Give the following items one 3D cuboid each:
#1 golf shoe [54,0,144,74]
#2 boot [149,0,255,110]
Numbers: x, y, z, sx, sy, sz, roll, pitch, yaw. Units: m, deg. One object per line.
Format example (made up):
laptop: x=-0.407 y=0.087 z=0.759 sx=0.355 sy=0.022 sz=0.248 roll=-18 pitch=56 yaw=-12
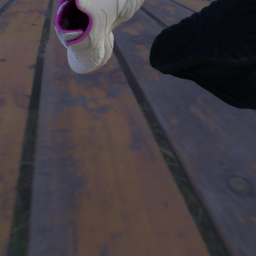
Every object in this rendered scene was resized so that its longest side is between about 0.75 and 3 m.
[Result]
golf shoe: x=-0.800 y=-1.722 z=4.808 sx=1.292 sy=2.823 sz=1.063 roll=-34 pitch=86 yaw=-30
boot: x=1.811 y=-0.955 z=3.983 sx=2.097 sy=0.953 sz=2.495 roll=15 pitch=-8 yaw=-32
